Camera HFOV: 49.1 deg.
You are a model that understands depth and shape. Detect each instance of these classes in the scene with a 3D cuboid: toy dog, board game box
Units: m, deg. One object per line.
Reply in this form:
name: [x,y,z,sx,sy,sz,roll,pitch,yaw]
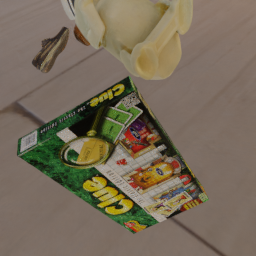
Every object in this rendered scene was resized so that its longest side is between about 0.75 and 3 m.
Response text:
toy dog: [-0.043,-1.624,4.362,1.850,1.794,1.291,34,94,22]
board game box: [0.033,0.416,2.454,0.934,1.782,0.209,-27,45,14]

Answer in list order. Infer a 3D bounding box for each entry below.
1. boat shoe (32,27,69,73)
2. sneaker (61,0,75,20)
boat shoe: [-1.892,-1.989,6.846,0.491,0.498,1.338,28,71,-3]
sneaker: [-1.099,-3.793,6.704,1.016,1.003,2.558,-8,69,9]
